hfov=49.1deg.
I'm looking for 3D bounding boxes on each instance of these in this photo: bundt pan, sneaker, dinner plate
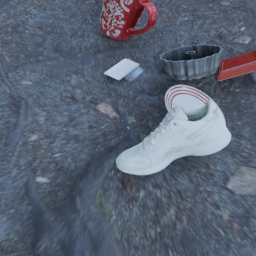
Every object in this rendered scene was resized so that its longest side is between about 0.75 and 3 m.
[{"bbox_3d":[2.116,-2.169,9.393,2.053,0.771,2.053,-8,26,4],"label":"bundt pan"},{"bbox_3d":[0.994,0.202,7.207,3.000,1.494,1.123,-21,25,9],"label":"sneaker"},{"bbox_3d":[1.990,-0.468,8.411,2.069,0.251,2.069,14,50,-18],"label":"dinner plate"}]

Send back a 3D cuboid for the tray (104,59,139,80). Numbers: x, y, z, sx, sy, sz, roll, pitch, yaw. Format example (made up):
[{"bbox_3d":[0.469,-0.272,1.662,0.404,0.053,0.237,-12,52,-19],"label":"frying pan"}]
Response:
[{"bbox_3d":[-0.208,-2.056,9.927,0.671,0.139,1.250,27,50,25],"label":"tray"}]

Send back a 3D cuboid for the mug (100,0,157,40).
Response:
[{"bbox_3d":[-0.104,-4.320,10.043,1.717,2.573,2.284,2,68,-17],"label":"mug"}]

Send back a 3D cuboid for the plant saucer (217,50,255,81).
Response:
[{"bbox_3d":[3.693,-2.118,9.258,1.525,0.280,1.522,-13,24,26],"label":"plant saucer"}]
